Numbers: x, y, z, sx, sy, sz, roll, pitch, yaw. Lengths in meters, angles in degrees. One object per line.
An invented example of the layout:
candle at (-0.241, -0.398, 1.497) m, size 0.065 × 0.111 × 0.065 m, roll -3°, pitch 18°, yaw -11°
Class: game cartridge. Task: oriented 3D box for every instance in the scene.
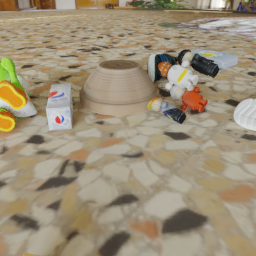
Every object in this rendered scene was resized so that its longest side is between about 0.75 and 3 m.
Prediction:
game cartridge at (4.026, -3.466, 13.849) m, size 1.639 × 0.498 × 2.459 m, roll -20°, pitch 33°, yaw -40°

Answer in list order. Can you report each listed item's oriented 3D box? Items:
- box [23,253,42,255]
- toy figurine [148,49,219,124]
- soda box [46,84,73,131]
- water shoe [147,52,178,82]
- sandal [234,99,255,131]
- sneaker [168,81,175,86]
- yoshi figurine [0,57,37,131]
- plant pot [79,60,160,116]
box at (-1.134, 2.010, 3.286) m, size 0.556 × 0.436 × 0.894 m, roll 4°, pitch 28°, yaw 7°
toy figurine at (1.517, -1.205, 8.005) m, size 1.267 × 1.821 × 1.793 m, roll 35°, pitch 46°, yaw 30°
soda box at (-1.966, -0.680, 8.209) m, size 0.630 × 0.678 × 1.987 m, roll -5°, pitch 28°, yaw -8°
water shoe at (1.512, -2.591, 11.548) m, size 1.101 × 0.998 × 2.790 m, roll 10°, pitch 29°, yaw 14°
sandal at (4.018, -0.070, 6.936) m, size 0.702 × 1.162 × 2.856 m, roll 31°, pitch 3°, yaw -41°
sneaker at (1.735, -1.674, 10.610) m, size 0.276 × 0.306 × 0.787 m, roll -7°, pitch 7°, yaw -11°
yoshi figurine at (-3.721, -1.164, 8.225) m, size 1.672 × 1.665 × 2.974 m, roll -14°, pitch 27°, yaw -11°
plant pot at (-0.268, -1.491, 9.188) m, size 2.667 × 1.231 × 2.667 m, roll 1°, pitch 27°, yaw 0°
